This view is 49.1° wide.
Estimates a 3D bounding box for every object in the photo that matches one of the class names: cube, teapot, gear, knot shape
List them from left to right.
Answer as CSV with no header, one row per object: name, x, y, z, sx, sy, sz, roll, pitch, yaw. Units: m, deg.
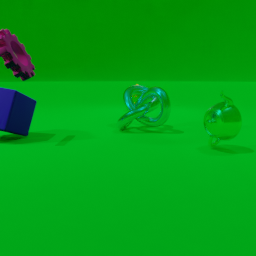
cube,-2.912,-0.393,6.653,0.938,0.938,0.938,11,-7,12
gear,-2.400,-1.550,5.979,0.203,1.096,1.096,-25,8,7
knot shape,0.490,-0.578,7.690,1.558,0.769,1.665,4,53,41
teapot,1.842,-0.164,5.581,0.616,1.257,0.782,-7,30,-27

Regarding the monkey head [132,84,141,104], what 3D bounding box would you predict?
monkey head,0.421,-1.299,12.420,0.856,1.189,0.717,10,23,-5
